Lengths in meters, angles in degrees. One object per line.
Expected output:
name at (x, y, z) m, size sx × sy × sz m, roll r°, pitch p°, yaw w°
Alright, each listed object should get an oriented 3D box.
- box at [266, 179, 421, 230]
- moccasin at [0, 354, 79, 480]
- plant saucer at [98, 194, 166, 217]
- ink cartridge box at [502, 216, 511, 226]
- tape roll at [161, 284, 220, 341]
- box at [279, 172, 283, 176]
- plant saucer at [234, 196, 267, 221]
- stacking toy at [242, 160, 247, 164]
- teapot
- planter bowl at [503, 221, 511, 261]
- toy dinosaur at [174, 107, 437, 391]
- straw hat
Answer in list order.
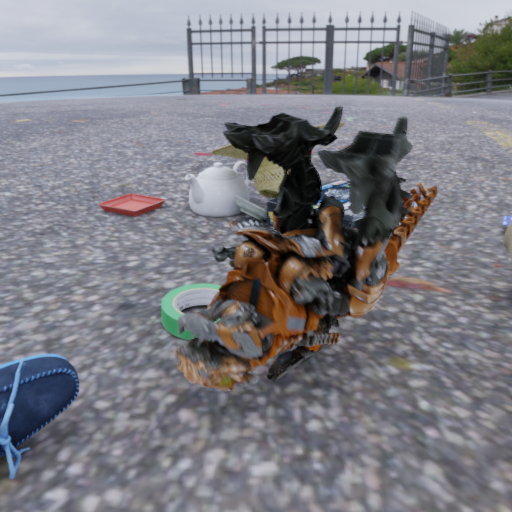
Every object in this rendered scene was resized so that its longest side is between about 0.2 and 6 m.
box at (2.154, -1.105, 13.569) m, size 2.453 × 0.710 × 3.086 m, roll 18°, pitch 27°, yaw 39°
moccasin at (-2.846, 1.920, 5.501) m, size 2.564 × 1.032 × 0.874 m, roll -32°, pitch 32°, yaw -32°
plant saucer at (-3.274, -1.334, 14.868) m, size 1.291 × 0.237 × 1.294 m, roll 11°, pitch 24°, yaw 27°
ink cartridge box at (6.426, -0.612, 12.885) m, size 1.439 × 0.302 × 0.859 m, roll 12°, pitch 24°, yaw 22°
tape roll at (-0.825, 0.866, 8.830) m, size 1.321 × 0.318 × 1.321 m, roll 3°, pitch 23°, yaw -1°
box at (0.825, -2.689, 16.939) m, size 0.628 × 1.288 × 0.801 m, roll 1°, pitch 21°, yaw 4°
plant saucer at (-0.056, -1.116, 13.847) m, size 1.156 × 0.290 × 1.156 m, roll 25°, pitch 3°, yaw -2°
stacking toy at (0.301, -3.143, 19.192) m, size 0.727 × 0.727 × 1.703 m, roll -16°, pitch 33°, yaw -37°
teapot at (-0.946, -1.820, 14.692) m, size 1.708 × 1.264 × 1.731 m, roll -1°, pitch 20°, yaw -3°
planter bowl at (4.943, -0.213, 9.170) m, size 1.903 × 1.903 × 1.281 m, roll -12°, pitch 41°, yaw -29°
toy dinosaur at (0.814, -0.166, 7.367) m, size 2.374 × 3.155 × 4.648 m, roll 8°, pitch 31°, yaw 25°
straw hat at (0.614, -2.130, 13.574) m, size 3.385 × 1.433 × 3.385 m, roll -12°, pitch 5°, yaw 1°
